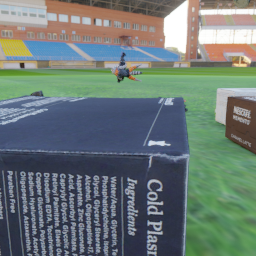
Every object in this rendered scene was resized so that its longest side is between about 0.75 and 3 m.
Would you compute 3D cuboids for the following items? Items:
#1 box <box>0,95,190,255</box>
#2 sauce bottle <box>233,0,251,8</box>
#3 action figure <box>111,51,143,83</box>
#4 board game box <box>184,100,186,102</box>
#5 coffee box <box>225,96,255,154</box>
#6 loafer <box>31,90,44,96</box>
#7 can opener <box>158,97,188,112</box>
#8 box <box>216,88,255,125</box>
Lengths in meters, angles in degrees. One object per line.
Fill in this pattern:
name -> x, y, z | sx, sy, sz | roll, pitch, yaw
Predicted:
box -> -0.553, 0.417, 2.608 | 2.139, 1.223, 2.350 | 1, 13, 11
sauce bottle -> 2.960, -3.462, 6.536 | 0.569, 0.569, 1.725 | 13, 57, 45
action figure -> -0.039, -1.545, 7.263 | 0.805, 0.832, 0.435 | -1, 23, -5
board game box -> 2.070, -1.200, 12.440 | 0.977, 0.095, 0.503 | -9, 17, -36
coffee box -> 3.413, -0.129, 5.682 | 2.389, 0.952, 1.366 | -2, 13, -9
loafer -> -4.270, -1.514, 13.180 | 0.452, 0.456, 1.251 | -16, 9, -28
can opener -> 1.475, -0.771, 10.011 | 1.458, 0.573, 0.462 | 13, -21, 36
box -> 3.144, -0.576, 7.621 | 1.128, 0.971, 1.134 | -1, 11, -5
